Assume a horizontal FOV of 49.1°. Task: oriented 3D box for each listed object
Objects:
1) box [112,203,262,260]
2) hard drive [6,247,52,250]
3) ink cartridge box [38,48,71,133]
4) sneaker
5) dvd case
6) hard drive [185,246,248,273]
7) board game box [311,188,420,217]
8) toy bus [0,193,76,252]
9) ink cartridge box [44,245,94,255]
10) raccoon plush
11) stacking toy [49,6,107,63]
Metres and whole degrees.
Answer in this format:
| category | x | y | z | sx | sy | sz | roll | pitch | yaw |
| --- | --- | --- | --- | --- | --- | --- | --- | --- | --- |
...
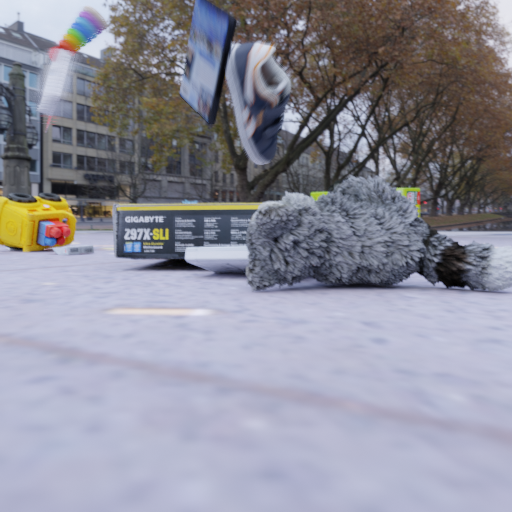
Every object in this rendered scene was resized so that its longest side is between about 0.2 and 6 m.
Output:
| category | x | y | z | sx | sy | sz | roll | pitch | yaw |
| --- | --- | --- | --- | --- | --- | --- | --- | --- | --- |
| box | -0.093 | -0.310 | 8.429 | 3.320 | 0.819 | 2.651 | 0 | -2 | 7 |
| hard drive | -5.483 | -0.232 | 13.641 | 1.041 | 0.137 | 0.687 | -1 | 6 | -30 |
| ink cartridge box | -3.284 | -2.649 | 9.004 | 0.230 | 1.027 | 0.905 | 18 | -36 | -26 |
| sneaker | 0.165 | -2.932 | 11.130 | 1.010 | 2.543 | 0.997 | 4 | 44 | 25 |
| dvd case | -0.868 | -3.360 | 9.679 | 0.156 | 1.781 | 1.271 | -8 | 40 | -33 |
| hard drive | 0.018 | 0.054 | 6.527 | 1.418 | 0.189 | 0.935 | 0 | -11 | 20 |
| board game box | 2.558 | -0.864 | 13.545 | 0.669 | 1.427 | 2.810 | -5 | 6 | -41 |
| toy bus | -4.766 | -0.685 | 12.844 | 1.740 | 1.230 | 1.813 | 18 | 16 | 28 |
| ink cartridge box | -3.846 | -0.095 | 11.503 | 0.800 | 0.200 | 0.648 | -7 | 0 | 35 |
| raccoon plush | 1.002 | -0.138 | 5.052 | 2.329 | 1.127 | 1.560 | 3 | 12 | 37 |
| stacking toy | -3.503 | -4.205 | 10.884 | 0.549 | 1.287 | 0.549 | 38 | -8 | 6 |
